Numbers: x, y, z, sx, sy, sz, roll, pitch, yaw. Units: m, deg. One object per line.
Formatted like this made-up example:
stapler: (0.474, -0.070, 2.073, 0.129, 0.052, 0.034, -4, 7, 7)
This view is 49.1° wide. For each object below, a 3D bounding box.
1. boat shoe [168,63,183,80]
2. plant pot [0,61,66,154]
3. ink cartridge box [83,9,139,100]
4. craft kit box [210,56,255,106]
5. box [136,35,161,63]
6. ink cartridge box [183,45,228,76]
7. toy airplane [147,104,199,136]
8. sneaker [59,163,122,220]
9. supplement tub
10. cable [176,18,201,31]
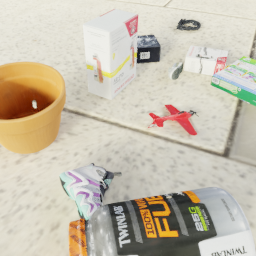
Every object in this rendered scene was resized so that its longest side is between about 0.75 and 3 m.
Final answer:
boat shoe: (1.804, -2.241, 10.931, 0.416, 0.478, 1.298, 12, 38, 23)
plant pot: (-2.882, -0.437, 7.754, 2.455, 1.718, 2.455, 2, 45, -2)
ink cartridge box: (-0.526, -2.520, 9.676, 1.043, 2.500, 1.814, 23, 46, 21)
craft kit box: (4.653, -1.725, 10.291, 2.273, 0.558, 2.302, -33, 51, -29)
box: (0.578, -3.402, 12.040, 1.395, 0.726, 1.270, -6, 40, -8)
ink cartridge box: (3.135, -2.714, 11.299, 1.560, 0.647, 1.145, 13, 43, 14)
toy airplane: (1.385, -0.323, 8.801, 1.747, 0.321, 1.747, 0, 39, 0)
sneaker: (-0.640, 1.434, 6.451, 1.328, 0.738, 1.899, -23, 47, -24)
supplement tub: (0.489, 2.097, 4.905, 2.878, 1.764, 1.764, -7, 41, -10)
cable: (3.145, -5.299, 14.585, 1.179, 0.367, 1.445, 20, 42, 14)
